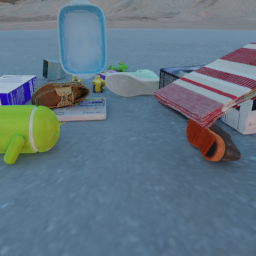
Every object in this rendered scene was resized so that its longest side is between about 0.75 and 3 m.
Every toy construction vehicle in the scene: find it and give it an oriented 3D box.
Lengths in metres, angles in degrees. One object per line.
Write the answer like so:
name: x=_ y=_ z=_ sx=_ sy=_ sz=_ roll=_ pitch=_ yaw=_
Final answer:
toy construction vehicle: x=-1.619 y=-1.959 z=11.598 sx=1.410 sy=0.570 sz=1.619 roll=1 pitch=23 yaw=3

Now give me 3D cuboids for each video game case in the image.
video game case: x=-1.627 y=-0.608 z=8.935 sx=1.853 sy=0.204 sz=1.687 roll=-3 pitch=24 yaw=-4

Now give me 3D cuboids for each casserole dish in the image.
casserole dish: x=-1.298 y=-2.490 z=8.017 sx=1.335 sy=2.203 sz=0.428 roll=-3 pitch=5 yaw=-8

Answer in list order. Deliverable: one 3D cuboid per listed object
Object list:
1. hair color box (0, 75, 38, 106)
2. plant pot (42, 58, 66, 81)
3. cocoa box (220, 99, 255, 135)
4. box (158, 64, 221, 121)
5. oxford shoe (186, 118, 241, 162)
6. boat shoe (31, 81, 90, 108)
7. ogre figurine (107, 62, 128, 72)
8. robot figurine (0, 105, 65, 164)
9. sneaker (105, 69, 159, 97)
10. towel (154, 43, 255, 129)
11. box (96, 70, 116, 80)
hair color box: x=-4.156 y=-1.208 z=9.644 sx=1.287 sy=0.763 sz=2.354 roll=1 pitch=25 yaw=5
plant pot: x=-3.409 y=-2.706 z=13.058 sx=0.906 sy=0.887 sz=0.889 roll=-2 pitch=21 yaw=-32
cocoa box: x=3.644 y=-0.618 z=7.740 sx=1.718 sy=1.145 sz=1.127 roll=-7 pitch=24 yaw=-15
box: x=2.392 y=-1.198 z=8.946 sx=2.110 sy=1.300 sz=2.093 roll=-10 pitch=26 yaw=-20
oxford shoe: x=1.940 y=0.212 z=6.636 sx=0.724 sy=0.710 sz=1.995 roll=14 pitch=26 yaw=-15
boat shoe: x=-2.029 y=-1.057 z=8.779 sx=0.758 sy=0.777 sz=2.053 roll=17 pitch=30 yaw=31
ogre figurine: x=-0.445 y=-3.023 z=14.166 sx=1.138 sy=0.558 sz=0.682 roll=9 pitch=-5 yaw=-44
robot figurine: x=-2.424 y=0.024 z=6.361 sx=1.870 sy=1.082 sz=1.641 roll=-1 pitch=26 yaw=-1
sneaker: x=0.171 y=-1.835 z=10.913 sx=2.344 sy=0.863 sz=1.383 roll=4 pitch=27 yaw=-16
towel: x=1.670 y=-0.809 z=4.568 sx=2.181 sy=0.248 sz=1.571 roll=-28 pitch=28 yaw=-9
box: x=-0.856 y=-2.462 z=13.163 sx=0.892 sy=0.255 sz=1.304 roll=-13 pitch=26 yaw=-27
